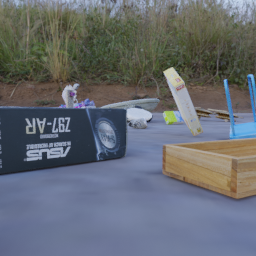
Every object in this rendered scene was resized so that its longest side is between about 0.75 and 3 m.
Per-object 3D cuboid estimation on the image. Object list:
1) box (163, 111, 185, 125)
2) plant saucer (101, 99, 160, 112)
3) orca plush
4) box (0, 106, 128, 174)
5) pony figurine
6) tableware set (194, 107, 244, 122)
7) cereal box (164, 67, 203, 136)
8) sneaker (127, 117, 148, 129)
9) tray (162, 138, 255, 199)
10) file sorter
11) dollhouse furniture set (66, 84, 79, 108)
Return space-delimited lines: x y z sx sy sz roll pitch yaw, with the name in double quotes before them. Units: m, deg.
"box" 1.654 -0.368 9.900 0.771 0.470 0.184 -2 -32 -26
"plant saucer" 0.110 -0.750 12.606 2.723 0.683 2.723 -8 -1 0
"orca plush" 0.080 -0.371 11.203 1.763 0.627 0.928 -4 49 -5
"box" -1.583 0.047 2.994 2.519 0.548 2.018 -3 5 -40
"pony figurine" -2.324 -0.838 12.221 1.813 1.564 1.878 -36 -15 33
"tableware set" 3.909 -0.528 12.889 1.544 0.468 2.335 12 1 -39
"cereal box" 1.036 -0.501 5.272 0.224 1.135 0.817 -24 30 7
"sneaker" 0.268 -0.090 7.744 0.345 0.314 0.840 -16 2 -23
"tray" 1.071 0.250 2.233 1.450 0.269 0.715 -3 5 -29
"file sorter" 2.402 -0.435 4.428 1.616 0.991 1.121 -9 7 22
"dollhouse furniture set" -1.175 -0.382 5.994 1.142 1.023 1.442 1 4 10
